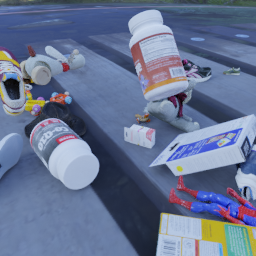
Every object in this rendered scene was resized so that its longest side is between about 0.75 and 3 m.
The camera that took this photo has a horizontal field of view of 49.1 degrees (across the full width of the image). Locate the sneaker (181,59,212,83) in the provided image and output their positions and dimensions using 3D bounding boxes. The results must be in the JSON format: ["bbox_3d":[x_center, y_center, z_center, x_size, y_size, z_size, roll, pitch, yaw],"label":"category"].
[{"bbox_3d":[3.181,-2.995,14.438,2.620,1.131,1.052,-10,33,-18],"label":"sneaker"}]

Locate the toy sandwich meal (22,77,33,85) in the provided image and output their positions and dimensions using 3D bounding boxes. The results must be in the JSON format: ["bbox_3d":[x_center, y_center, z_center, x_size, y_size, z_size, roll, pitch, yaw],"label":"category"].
[{"bbox_3d":[-5.278,-2.710,14.431,2.183,0.748,2.183,0,24,0],"label":"toy sandwich meal"}]

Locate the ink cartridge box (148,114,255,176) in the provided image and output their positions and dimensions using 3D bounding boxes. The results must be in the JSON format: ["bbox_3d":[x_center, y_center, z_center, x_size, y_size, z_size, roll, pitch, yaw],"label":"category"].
[{"bbox_3d":[2.274,0.537,8.204,2.607,0.613,2.576,-22,8,36],"label":"ink cartridge box"}]

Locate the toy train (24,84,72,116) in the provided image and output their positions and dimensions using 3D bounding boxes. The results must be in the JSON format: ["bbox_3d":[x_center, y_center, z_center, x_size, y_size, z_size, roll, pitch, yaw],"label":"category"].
[{"bbox_3d":[-3.702,-1.086,11.676,2.481,0.690,1.864,16,32,19],"label":"toy train"}]

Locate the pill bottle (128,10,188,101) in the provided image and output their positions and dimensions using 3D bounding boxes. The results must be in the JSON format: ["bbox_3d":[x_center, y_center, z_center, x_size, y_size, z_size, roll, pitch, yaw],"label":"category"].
[{"bbox_3d":[0.789,-2.040,7.979,1.291,2.302,1.291,-16,-5,-1],"label":"pill bottle"}]

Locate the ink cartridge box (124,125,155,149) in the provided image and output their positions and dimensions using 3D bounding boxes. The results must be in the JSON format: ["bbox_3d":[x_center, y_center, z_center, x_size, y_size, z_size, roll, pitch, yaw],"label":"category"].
[{"bbox_3d":[0.386,0.251,9.394,1.009,0.588,0.341,15,33,24],"label":"ink cartridge box"}]

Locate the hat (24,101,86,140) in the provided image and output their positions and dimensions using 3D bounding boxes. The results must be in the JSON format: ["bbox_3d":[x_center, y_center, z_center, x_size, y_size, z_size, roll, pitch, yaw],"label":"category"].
[{"bbox_3d":[-2.671,-0.370,10.100,2.412,0.973,2.412,-1,31,0],"label":"hat"}]

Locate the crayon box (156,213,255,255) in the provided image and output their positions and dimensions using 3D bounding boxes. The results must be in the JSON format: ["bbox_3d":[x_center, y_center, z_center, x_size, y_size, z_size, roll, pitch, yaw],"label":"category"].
[{"bbox_3d":[1.671,2.526,5.498,2.217,0.572,1.394,5,31,10],"label":"crayon box"}]

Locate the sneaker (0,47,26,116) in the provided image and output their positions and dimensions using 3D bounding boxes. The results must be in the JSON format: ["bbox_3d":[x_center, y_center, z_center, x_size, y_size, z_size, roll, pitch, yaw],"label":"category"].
[{"bbox_3d":[-3.517,-1.565,8.365,0.864,1.039,2.306,-16,79,-29],"label":"sneaker"}]

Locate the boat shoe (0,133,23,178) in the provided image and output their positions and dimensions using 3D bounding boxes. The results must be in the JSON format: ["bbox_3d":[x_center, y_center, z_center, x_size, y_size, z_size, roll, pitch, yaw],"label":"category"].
[{"bbox_3d":[-3.978,1.020,7.905,1.067,0.925,2.503,3,40,12],"label":"boat shoe"}]

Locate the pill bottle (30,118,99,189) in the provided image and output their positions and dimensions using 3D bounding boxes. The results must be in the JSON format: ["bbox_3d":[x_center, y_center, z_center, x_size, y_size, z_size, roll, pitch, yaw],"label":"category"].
[{"bbox_3d":[-1.821,0.688,7.962,1.252,1.252,2.199,-20,35,-31],"label":"pill bottle"}]

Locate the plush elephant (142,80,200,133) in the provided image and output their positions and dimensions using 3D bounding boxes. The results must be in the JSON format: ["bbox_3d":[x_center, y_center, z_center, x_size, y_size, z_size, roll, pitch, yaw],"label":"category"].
[{"bbox_3d":[1.687,-1.155,10.247,2.035,1.913,2.470,31,-3,-30],"label":"plush elephant"}]

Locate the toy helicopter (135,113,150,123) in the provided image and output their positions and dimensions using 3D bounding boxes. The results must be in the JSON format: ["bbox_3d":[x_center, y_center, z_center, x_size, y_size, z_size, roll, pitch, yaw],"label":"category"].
[{"bbox_3d":[0.483,-0.394,10.901,0.500,0.298,0.755,-27,28,-23],"label":"toy helicopter"}]

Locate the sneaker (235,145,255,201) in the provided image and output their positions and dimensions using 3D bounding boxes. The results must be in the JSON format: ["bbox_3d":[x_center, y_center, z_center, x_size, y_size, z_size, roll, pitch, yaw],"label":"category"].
[{"bbox_3d":[3.448,1.350,7.435,1.839,1.346,0.741,34,-3,-42],"label":"sneaker"}]

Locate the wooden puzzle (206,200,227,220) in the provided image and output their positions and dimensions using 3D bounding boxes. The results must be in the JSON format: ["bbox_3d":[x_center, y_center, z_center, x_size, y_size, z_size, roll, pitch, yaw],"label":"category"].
[{"bbox_3d":[2.329,2.000,6.918,0.474,0.056,0.799,-21,36,-31],"label":"wooden puzzle"}]

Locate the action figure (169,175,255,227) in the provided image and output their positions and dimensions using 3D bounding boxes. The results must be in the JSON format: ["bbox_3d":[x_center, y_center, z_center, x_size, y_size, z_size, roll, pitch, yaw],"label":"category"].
[{"bbox_3d":[2.357,1.889,6.578,2.716,0.702,0.889,19,33,25],"label":"action figure"}]

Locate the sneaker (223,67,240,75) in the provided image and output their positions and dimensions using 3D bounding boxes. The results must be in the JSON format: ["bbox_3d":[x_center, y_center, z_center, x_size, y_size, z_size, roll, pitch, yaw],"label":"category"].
[{"bbox_3d":[5.725,-3.165,15.443,0.904,0.406,0.303,5,31,9],"label":"sneaker"}]

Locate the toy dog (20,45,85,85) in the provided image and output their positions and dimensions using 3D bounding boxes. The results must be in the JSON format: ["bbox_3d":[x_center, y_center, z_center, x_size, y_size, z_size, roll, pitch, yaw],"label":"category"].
[{"bbox_3d":[-3.094,-2.821,11.365,1.928,1.408,2.924,10,32,17],"label":"toy dog"}]
